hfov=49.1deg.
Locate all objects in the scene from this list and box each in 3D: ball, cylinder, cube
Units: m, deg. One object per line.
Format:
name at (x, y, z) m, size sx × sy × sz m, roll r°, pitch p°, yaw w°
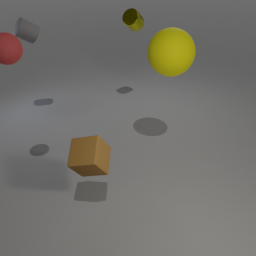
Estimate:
ball at (-2.717, -1.766, 6.247) m, size 0.700 × 0.700 × 0.700 m, roll 0°, pitch 30°, yaw 0°
ball at (1.273, -2.233, 8.285) m, size 1.400 × 1.400 × 1.400 m, roll 0°, pitch 30°, yaw 0°
cylinder at (0.223, -4.386, 11.388) m, size 0.700 × 0.700 × 0.700 m, roll 15°, pitch 4°, yaw 24°
cylinder at (-3.690, -3.535, 10.176) m, size 0.700 × 0.700 × 0.700 m, roll 17°, pitch 14°, yaw -41°
cube at (-0.867, 0.653, 6.399) m, size 0.700 × 0.700 × 0.700 m, roll -8°, pitch 59°, yaw 20°
